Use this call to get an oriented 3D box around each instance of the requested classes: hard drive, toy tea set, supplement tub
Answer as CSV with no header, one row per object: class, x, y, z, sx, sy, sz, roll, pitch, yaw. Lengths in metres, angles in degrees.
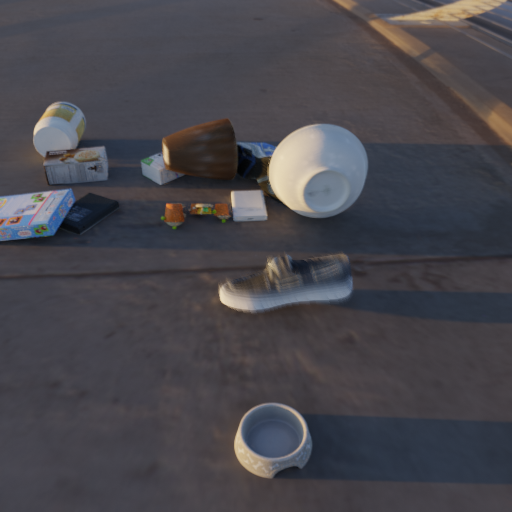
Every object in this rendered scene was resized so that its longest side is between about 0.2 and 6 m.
hard drive,-0.180,-1.208,13.431,0.779,0.158,1.181,-2,36,-4
hard drive,-4.006,-1.013,13.100,0.944,0.222,1.352,18,40,23
toy tea set,-1.394,-0.907,12.861,1.567,0.580,0.932,1,6,7
supplement tub,-5.524,-3.503,15.736,1.170,1.170,1.617,-1,36,-1

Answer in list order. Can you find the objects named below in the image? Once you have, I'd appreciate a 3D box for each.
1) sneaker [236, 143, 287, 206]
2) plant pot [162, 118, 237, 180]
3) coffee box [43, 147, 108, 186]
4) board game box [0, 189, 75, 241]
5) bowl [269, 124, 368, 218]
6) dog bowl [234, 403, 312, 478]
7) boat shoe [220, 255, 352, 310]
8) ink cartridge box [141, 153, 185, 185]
sneaker,0.531,-2.199,13.998,1.108,1.089,2.877,-20,45,-31
plant pot,-1.481,-2.619,14.098,1.661,1.552,1.552,-7,36,-16
coffee box,-4.686,-2.360,14.639,1.509,0.601,0.863,-6,36,-8
board game box,-5.308,-0.907,12.613,2.022,0.370,1.530,-4,35,7
bowl,1.444,-1.653,12.272,2.252,2.252,1.012,-3,36,-4
dog bowl,0.248,2.599,8.028,1.126,0.330,1.126,0,37,0
boat shoe,0.522,0.395,10.381,2.479,0.840,0.889,-5,26,7
ink cartridge box,-2.337,-2.376,14.776,0.805,0.467,1.111,30,45,35
